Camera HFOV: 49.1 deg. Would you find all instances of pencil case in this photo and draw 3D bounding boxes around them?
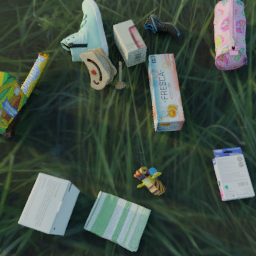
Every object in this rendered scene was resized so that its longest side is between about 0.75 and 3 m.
[{"bbox_3d":[4.170,-3.827,11.420,1.294,1.294,2.961,7,67,3],"label":"pencil case"}]

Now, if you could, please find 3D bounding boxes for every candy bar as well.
[{"bbox_3d":[-3.784,-1.994,11.087,0.561,0.249,2.250,20,77,18],"label":"candy bar"}]

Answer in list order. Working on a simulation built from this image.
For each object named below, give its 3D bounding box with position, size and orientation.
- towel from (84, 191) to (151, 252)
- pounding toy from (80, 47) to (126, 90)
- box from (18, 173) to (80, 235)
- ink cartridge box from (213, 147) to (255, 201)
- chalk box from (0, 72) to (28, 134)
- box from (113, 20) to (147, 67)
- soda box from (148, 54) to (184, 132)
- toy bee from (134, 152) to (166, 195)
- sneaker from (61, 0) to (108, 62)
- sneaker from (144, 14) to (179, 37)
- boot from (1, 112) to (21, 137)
[{"bbox_3d":[-0.344,3.013,9.176,1.838,0.215,1.402,20,68,8],"label":"towel"},{"bbox_3d":[-0.933,-2.225,10.805,1.902,1.088,1.091,56,45,-12],"label":"pounding toy"},{"bbox_3d":[-2.358,2.402,8.695,1.020,1.561,1.553,15,68,8],"label":"box"},{"bbox_3d":[3.592,1.571,9.690,1.037,0.365,1.738,-7,71,-3],"label":"ink cartridge box"},{"bbox_3d":[-4.902,-0.771,9.832,1.379,1.389,2.225,13,60,18],"label":"chalk box"},{"bbox_3d":[0.070,-3.432,11.401,0.825,0.968,1.514,-21,69,-9],"label":"box"},{"bbox_3d":[1.382,-1.339,10.569,0.991,0.922,2.899,-4,67,-1],"label":"soda box"},{"bbox_3d":[0.564,1.654,9.398,1.543,0.839,1.010,37,117,22],"label":"toy bee"},{"bbox_3d":[-1.961,-4.073,11.529,1.755,1.095,2.975,-11,71,-12],"label":"sneaker"},{"bbox_3d":[1.448,-4.223,11.989,1.629,0.596,0.667,35,79,23],"label":"sneaker"},{"bbox_3d":[-4.705,-0.230,10.451,1.154,0.371,1.075,11,66,9],"label":"boot"}]
